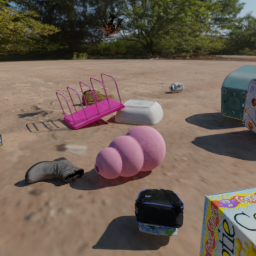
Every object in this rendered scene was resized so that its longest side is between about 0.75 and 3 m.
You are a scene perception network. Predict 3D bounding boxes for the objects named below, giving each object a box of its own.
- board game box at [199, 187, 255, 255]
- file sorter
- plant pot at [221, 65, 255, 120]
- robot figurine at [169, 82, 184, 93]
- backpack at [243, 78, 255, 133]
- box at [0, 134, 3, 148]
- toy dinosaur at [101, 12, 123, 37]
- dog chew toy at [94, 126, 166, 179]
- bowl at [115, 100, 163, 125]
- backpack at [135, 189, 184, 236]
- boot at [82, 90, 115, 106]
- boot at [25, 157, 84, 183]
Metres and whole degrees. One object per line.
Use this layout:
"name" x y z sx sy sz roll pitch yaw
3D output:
"board game box" 2.040 1.883 3.522 1.217 1.239 2.363 -5 18 -14
"file sorter" -1.664 -1.240 11.968 2.353 1.475 1.635 -26 27 -20
"plant pot" 5.373 -1.366 12.377 2.318 2.276 2.270 -22 26 -30
"robot figurine" 3.340 -2.759 19.036 1.139 0.643 0.966 -13 -10 -35
"backpack" 5.429 -0.685 9.562 2.143 2.781 2.649 -16 28 -18
"box" -5.228 0.649 8.624 1.643 0.508 2.057 6 19 12
"toy dinosaur" -0.756 -4.802 13.241 0.773 1.027 1.513 27 22 -2
"dog chew toy" 0.026 0.711 7.413 2.014 1.254 1.254 -21 26 -32
"bowl" 0.530 -0.785 12.745 2.002 0.748 2.005 5 20 18
"backpack" 0.558 1.558 5.290 0.895 0.719 0.978 5 6 2
"boot" -1.623 -1.784 15.791 2.097 0.791 0.772 -12 19 -36
"boot" -1.854 1.155 7.169 0.875 0.464 1.329 22 32 39
